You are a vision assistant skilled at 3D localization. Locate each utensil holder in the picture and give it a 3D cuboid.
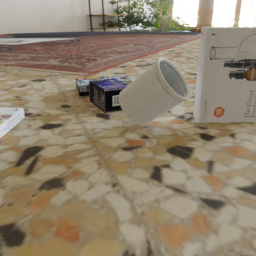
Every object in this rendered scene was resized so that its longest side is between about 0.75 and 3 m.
[{"bbox_3d":[0.774,-1.040,8.556,1.721,1.462,1.462,-35,3,33],"label":"utensil holder"}]

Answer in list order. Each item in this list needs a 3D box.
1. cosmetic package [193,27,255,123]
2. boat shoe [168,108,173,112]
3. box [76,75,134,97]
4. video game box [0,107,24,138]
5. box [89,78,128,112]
[{"bbox_3d":[3.351,-1.647,8.881,2.224,2.950,0.762,0,22,0],"label":"cosmetic package"},{"bbox_3d":[1.297,-0.816,10.358,0.356,0.297,0.954,-12,41,-41],"label":"boat shoe"},{"bbox_3d":[-1.046,-1.925,12.594,2.496,0.498,1.709,-6,22,-12],"label":"box"},{"bbox_3d":[-4.485,-0.213,8.762,1.865,0.437,1.699,2,21,5],"label":"video game box"},{"bbox_3d":[-0.677,-1.295,10.733,1.200,0.846,1.622,-12,26,-26],"label":"box"}]
